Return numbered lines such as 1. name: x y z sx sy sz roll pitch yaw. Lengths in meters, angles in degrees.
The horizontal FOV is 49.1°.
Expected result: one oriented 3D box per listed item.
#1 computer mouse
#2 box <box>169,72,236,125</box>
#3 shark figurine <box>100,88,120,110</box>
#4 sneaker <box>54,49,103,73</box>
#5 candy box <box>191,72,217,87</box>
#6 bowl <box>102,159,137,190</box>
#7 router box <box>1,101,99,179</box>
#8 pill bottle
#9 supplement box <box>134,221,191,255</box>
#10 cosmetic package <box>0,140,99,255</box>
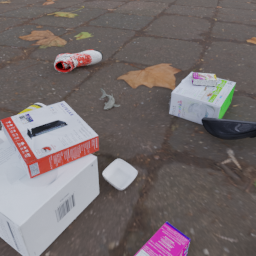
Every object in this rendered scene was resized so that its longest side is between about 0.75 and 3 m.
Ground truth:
1. computer mouse: 4.045 0.107 10.063 2.893 0.763 2.003 8 5 31
2. box: 3.299 -1.347 12.390 2.149 1.177 2.435 19 41 24
3. shark figurine: -0.838 -1.405 13.026 0.814 0.569 1.363 -7 39 -12
4. sneaker: -2.810 -3.723 15.846 2.707 0.904 1.451 -2 38 4
5. candy box: 3.318 -2.126 12.217 1.011 0.308 0.689 6 36 3
6. bowl: -0.258 1.549 9.101 0.934 0.349 0.933 33 52 22
7. router box: -2.260 0.197 8.028 2.024 0.551 2.255 -22 42 -29
8. pill bottle: -3.882 0.053 10.493 1.215 1.215 2.184 19 40 23
9. supplement box: 0.739 3.142 6.724 0.781 0.765 1.512 30 46 34
10. cosmetic package: -2.735 1.628 7.972 2.739 1.684 2.730 24 43 26
